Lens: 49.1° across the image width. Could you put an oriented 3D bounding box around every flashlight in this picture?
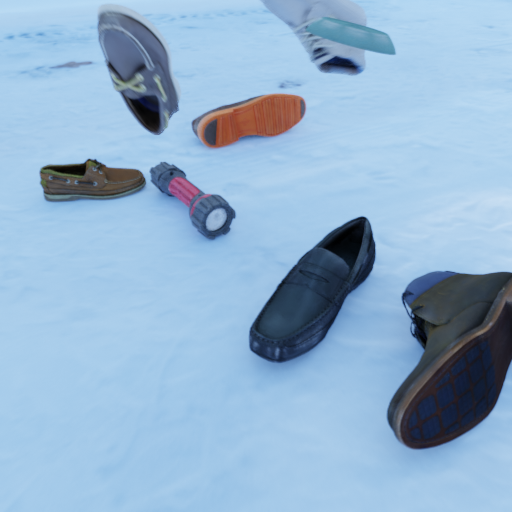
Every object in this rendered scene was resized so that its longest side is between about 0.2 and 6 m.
[{"bbox_3d":[-1.451,-1.266,11.795,0.871,0.868,2.565,-28,44,-24],"label":"flashlight"}]

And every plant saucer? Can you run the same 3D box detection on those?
[{"bbox_3d":[1.411,-3.238,8.165,1.376,0.247,1.376,12,27,-6],"label":"plant saucer"}]

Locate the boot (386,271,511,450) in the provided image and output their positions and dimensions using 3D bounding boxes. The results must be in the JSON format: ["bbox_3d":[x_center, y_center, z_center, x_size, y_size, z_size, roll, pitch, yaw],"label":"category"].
[{"bbox_3d":[2.682,1.300,8.156,3.732,1.394,1.809,-29,24,-31],"label":"boot"}]

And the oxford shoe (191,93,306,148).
[{"bbox_3d":[-0.199,-3.862,15.246,3.280,1.169,1.196,-16,34,-21],"label":"oxford shoe"}]

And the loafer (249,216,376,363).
[{"bbox_3d":[0.972,0.420,9.093,1.148,1.187,3.382,21,40,27],"label":"loafer"}]

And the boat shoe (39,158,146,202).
[{"bbox_3d":[-3.631,-1.734,12.501,2.295,0.780,0.826,-10,36,-14],"label":"boat shoe"}]

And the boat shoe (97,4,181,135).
[{"bbox_3d":[-1.791,-2.744,8.589,0.945,2.629,0.783,12,78,7],"label":"boat shoe"}]

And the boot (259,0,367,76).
[{"bbox_3d":[1.210,-4.490,11.072,2.878,1.375,1.059,3,-11,-38],"label":"boot"}]
